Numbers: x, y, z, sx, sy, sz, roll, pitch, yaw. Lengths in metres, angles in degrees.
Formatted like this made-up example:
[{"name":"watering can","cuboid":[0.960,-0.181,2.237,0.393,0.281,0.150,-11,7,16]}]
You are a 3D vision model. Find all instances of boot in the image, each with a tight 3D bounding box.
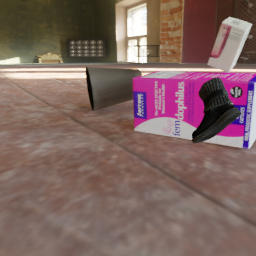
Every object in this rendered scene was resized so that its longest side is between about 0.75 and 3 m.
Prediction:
[{"name":"boot","cuboid":[1.319,-0.270,4.655,0.376,0.999,0.747,3,52,-44]}]

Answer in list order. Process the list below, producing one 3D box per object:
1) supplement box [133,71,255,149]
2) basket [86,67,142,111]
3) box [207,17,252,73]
[{"name":"supplement box","cuboid":[1.703,-0.597,7.010,2.897,1.466,1.497,9,21,33]},{"name":"basket","cuboid":[-0.457,-1.478,9.946,1.845,1.663,1.254,-8,-25,-13]},{"name":"box","cuboid":[2.409,-1.986,6.690,0.579,1.064,0.680,27,41,19]}]
